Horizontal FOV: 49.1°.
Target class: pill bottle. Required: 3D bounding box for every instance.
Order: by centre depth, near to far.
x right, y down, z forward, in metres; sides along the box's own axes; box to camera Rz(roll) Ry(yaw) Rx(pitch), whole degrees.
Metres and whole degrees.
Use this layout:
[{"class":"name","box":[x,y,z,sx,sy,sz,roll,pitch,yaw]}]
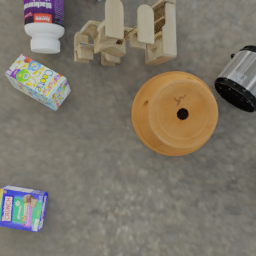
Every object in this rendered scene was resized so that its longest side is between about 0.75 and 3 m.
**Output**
[{"class":"pill bottle","box":[-2.738,-3.664,9.159,1.261,1.261,2.263,-1,95,0]}]

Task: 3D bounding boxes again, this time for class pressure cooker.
[{"class":"pressure cooker","box":[3.943,-1.651,8.861,1.680,1.706,1.910,38,90,-6]}]

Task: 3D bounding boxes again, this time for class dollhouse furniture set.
[{"class":"dollhouse furniture set","box":[0.014,-3.105,8.637,2.837,2.606,1.846,0,87,-28]}]

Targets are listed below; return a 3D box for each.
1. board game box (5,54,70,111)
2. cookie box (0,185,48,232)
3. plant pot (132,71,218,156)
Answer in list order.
[{"class":"board game box","box":[-2.864,-1.460,9.026,1.712,0.898,0.882,29,71,10]},{"class":"cookie box","box":[-3.502,2.645,9.231,1.438,0.540,1.230,9,88,1]},{"class":"plant pot","box":[1.501,-0.411,8.564,2.804,1.962,2.804,0,94,1]}]
